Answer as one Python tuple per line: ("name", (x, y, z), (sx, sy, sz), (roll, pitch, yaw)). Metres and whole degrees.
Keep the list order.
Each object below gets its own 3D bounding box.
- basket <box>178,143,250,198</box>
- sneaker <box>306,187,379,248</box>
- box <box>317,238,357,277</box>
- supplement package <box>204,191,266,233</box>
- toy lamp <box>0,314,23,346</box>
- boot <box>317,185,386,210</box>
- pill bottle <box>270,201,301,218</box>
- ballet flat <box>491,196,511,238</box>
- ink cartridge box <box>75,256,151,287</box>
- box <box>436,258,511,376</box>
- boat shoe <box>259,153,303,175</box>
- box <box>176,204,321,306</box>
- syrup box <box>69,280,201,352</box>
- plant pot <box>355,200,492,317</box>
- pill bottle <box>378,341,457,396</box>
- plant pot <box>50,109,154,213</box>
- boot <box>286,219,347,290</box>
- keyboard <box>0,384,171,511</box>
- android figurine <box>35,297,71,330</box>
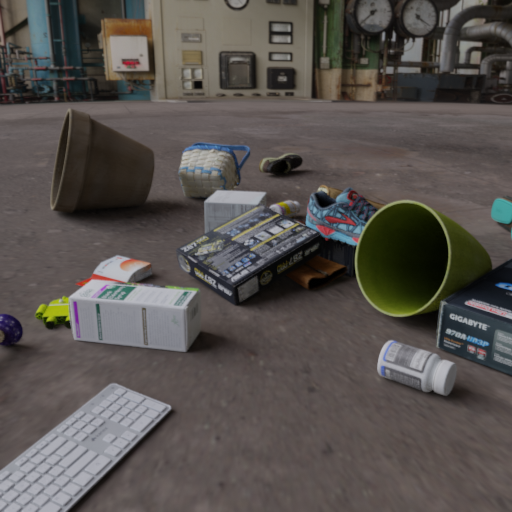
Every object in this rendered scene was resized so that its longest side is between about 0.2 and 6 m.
("basket", (-1.279, -2.548, 15.932), (1.799, 1.419, 2.041), (7, 50, 17))
("sneaker", (1.705, -0.700, 9.863), (1.990, 0.950, 0.789), (12, 28, 33))
("box", (1.692, -0.188, 10.851), (1.150, 0.658, 1.263), (14, 24, 37))
("supplement package", (-0.438, -0.908, 12.516), (1.184, 0.870, 1.132), (4, 20, 10))
("toy lamp", (-3.593, 1.324, 6.962), (0.536, 0.536, 1.841), (2, 18, 6))
("boot", (2.214, -0.997, 11.846), (2.121, 0.702, 1.858), (15, 5, -10))
("pill bottle", (0.714, -1.102, 13.693), (0.442, 0.442, 0.847), (17, 25, 39))
("ballet flat", (5.953, -0.789, 12.229), (0.928, 0.922, 2.712), (11, 22, 6))
("ink cartridge box", (-2.560, 0.317, 10.064), (0.875, 0.271, 1.079), (12, 20, 30))
("box", (4.468, 1.011, 7.418), (3.221, 0.741, 2.560), (19, 27, 41))
("boat shoe", (0.930, -3.001, 18.760), (1.834, 0.671, 0.594), (-19, 39, -36))
("box", (-0.124, -0.100, 9.960), (2.060, 0.506, 1.660), (-32, 43, -30))
("syrup box", (-1.708, 0.833, 7.993), (1.736, 0.707, 0.684), (5, 20, 11))
("plant pot", (2.845, 0.119, 8.888), (1.859, 1.740, 1.740), (7, 12, -38))
("pill bottle", (1.962, 1.373, 6.833), (0.840, 0.478, 0.478), (15, 25, 36))
("plant pot", (-3.897, -2.245, 14.392), (2.251, 2.594, 2.594), (9, 15, -24))
("boot", (0.917, -0.088, 10.604), (1.791, 0.651, 1.903), (-18, 28, -41))
("keyboard", (-1.980, 2.115, 5.265), (0.858, 0.163, 3.050), (9, 22, 23))
("android figurine", (-2.955, 0.855, 8.698), (0.839, 0.189, 0.922), (-2, 22, -4))
